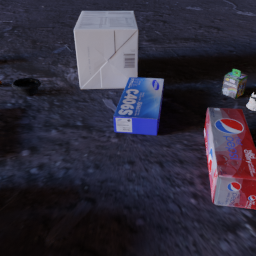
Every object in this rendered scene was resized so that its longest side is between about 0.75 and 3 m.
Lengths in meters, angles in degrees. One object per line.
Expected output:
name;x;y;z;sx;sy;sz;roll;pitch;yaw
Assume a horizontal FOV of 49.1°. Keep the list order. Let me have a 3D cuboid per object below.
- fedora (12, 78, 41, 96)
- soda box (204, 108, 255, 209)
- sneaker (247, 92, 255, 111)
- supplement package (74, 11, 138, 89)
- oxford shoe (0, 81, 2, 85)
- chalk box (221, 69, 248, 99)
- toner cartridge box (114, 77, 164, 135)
fedora;-3.373;-1.339;9.382;0.933;0.426;0.933;3;33;-2
soda box;2.274;0.528;6.286;0.902;0.817;2.577;4;35;8
sneaker;4.373;-0.835;8.556;1.376;0.550;0.507;-3;33;-7
supplement package;-0.719;-2.961;10.290;2.053;2.069;2.726;-1;34;-2
oxford shoe;-4.920;-1.608;9.913;0.838;0.299;0.299;-9;34;-15
chalk box;3.531;-1.519;9.246;0.546;0.882;0.549;-26;42;-33
toner cartridge box;0.403;-0.753;8.412;1.202;0.546;2.531;5;35;7
